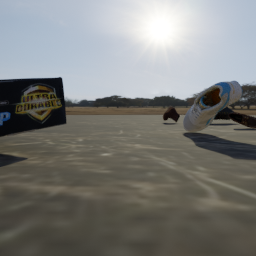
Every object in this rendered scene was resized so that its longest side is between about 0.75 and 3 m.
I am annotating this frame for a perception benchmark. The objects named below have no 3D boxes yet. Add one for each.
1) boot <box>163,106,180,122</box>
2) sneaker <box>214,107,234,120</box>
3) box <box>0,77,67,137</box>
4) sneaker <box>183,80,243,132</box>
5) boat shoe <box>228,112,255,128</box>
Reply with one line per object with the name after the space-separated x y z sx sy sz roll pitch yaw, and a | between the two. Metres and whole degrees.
1.893 -0.475 12.289 0.311 0.859 0.714 -7 47 -31 | boot
3.786 -0.568 11.741 0.920 0.648 1.733 38 50 24 | sneaker
-2.548 -0.281 3.743 2.245 0.650 2.825 -13 15 -43 | box
1.621 -0.443 5.961 0.644 0.610 1.594 -7 -29 -35 | sneaker
3.369 -0.229 8.122 0.333 0.333 0.946 7 11 -46 | boat shoe
